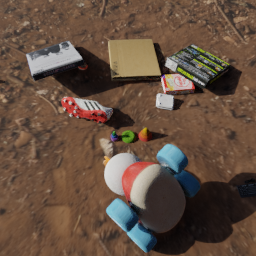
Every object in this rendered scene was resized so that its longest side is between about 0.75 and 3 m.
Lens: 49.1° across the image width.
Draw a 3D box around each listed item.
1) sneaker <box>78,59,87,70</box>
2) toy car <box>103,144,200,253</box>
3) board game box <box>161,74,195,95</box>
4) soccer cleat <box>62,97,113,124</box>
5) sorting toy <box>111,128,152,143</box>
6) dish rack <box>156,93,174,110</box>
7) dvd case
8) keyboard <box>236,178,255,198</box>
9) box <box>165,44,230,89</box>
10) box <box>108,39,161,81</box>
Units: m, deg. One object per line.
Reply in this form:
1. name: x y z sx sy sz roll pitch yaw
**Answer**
1. sneaker: -2.438 -3.360 13.405 1.384 0.567 0.533 39 64 23
2. toy car: 0.264 1.833 9.222 2.708 2.598 2.938 -45 38 -17
3. board game box: 2.228 -1.984 12.619 1.313 0.304 0.995 -6 56 -4
4. soccer cleat: -1.702 -0.815 11.615 2.268 0.778 0.966 18 34 21
5. sorting toy: 0.140 0.206 10.975 1.656 0.570 0.574 -4 56 -3
6. dish rack: 1.607 -1.146 11.920 0.782 0.170 0.671 9 74 -7
7. dvd case: -3.392 -3.138 12.725 2.222 0.366 2.956 -21 38 -11
8. keyboard: 4.418 2.092 9.948 1.083 0.139 0.651 -6 56 -5
9. box: 3.214 -2.899 12.896 2.227 0.529 2.150 38 49 23
10. box: 0.261 -3.322 13.449 2.265 0.295 2.771 -3 52 -5
